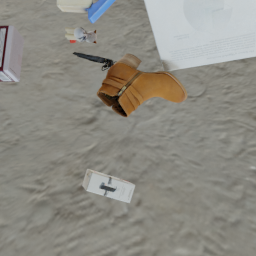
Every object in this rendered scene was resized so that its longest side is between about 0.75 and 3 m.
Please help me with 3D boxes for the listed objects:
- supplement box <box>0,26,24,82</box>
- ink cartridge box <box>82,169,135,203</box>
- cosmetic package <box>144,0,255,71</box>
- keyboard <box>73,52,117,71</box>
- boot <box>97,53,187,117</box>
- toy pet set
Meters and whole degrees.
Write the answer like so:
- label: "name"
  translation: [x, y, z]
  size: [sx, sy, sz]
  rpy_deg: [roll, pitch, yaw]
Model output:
- label: "supplement box"
  translation: [-3.094, -1.457, 5.595]
  size: [1.816, 0.553, 0.988]
  rpy_deg: [1, 76, 3]
- label: "ink cartridge box"
  translation: [-0.380, 1.067, 5.222]
  size: [0.849, 0.613, 0.356]
  rpy_deg: [20, 82, -14]
- label: "cosmetic package"
  translation: [1.869, -2.998, 6.937]
  size: [2.521, 2.529, 1.555]
  rpy_deg: [-6, 49, 18]
- label: "keyboard"
  translation: [-0.827, -1.719, 7.382]
  size: [0.908, 0.346, 1.745]
  rpy_deg: [11, 13, 4]
- label: "boot"
  translation: [0.367, -0.854, 6.836]
  size: [2.035, 0.780, 1.580]
  rpy_deg: [35, 54, -5]
- label: "toy pet set"
  translation: [-1.017, -3.788, 7.719]
  size: [1.461, 2.751, 2.568]
  rpy_deg: [2, 13, -3]
